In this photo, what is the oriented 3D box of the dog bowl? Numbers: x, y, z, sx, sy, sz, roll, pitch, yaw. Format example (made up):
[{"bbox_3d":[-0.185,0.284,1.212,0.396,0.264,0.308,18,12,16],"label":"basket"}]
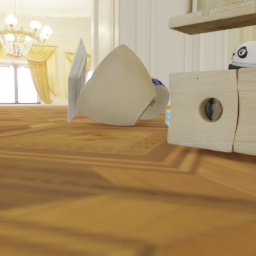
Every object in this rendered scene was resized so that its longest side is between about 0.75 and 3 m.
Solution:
[{"bbox_3d":[0.719,-1.042,9.946,1.478,1.478,0.582,-3,40,-31],"label":"dog bowl"}]

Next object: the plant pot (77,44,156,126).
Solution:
[{"bbox_3d":[-0.122,-0.931,7.764,1.506,2.244,2.244,37,10,3],"label":"plant pot"}]

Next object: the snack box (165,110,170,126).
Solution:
[{"bbox_3d":[1.949,-0.159,6.477,2.002,0.371,1.163,2,10,-2],"label":"snack box"}]

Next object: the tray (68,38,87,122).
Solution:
[{"bbox_3d":[-1.479,-1.277,8.253,0.282,1.366,2.545,14,-28,-5],"label":"tray"}]

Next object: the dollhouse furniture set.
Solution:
[{"bbox_3d":[1.967,-1.197,3.869,2.013,2.873,2.025,7,10,43],"label":"dollhouse furniture set"}]

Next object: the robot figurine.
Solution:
[{"bbox_3d":[3.728,-1.376,8.502,1.811,2.410,1.504,18,26,39],"label":"robot figurine"}]
